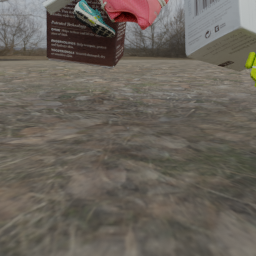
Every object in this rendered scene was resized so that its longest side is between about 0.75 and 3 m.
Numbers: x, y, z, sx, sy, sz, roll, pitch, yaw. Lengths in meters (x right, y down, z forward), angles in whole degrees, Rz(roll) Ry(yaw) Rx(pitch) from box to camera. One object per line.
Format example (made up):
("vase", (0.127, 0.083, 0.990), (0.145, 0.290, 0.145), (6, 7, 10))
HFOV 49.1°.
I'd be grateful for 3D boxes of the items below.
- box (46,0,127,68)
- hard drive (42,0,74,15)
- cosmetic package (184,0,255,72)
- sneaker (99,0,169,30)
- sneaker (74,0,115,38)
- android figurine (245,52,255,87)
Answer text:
("box", (-1.193, -3.483, 8.849), (2.137, 2.602, 2.159), (8, 24, 4))
("hard drive", (-1.643, -3.289, 7.133), (1.022, 0.134, 0.674), (-32, 7, 1))
("cosmetic package", (3.119, -2.999, 7.948), (2.360, 1.947, 1.946), (6, -11, -29))
("sneaker", (-0.364, -3.087, 6.494), (2.504, 1.086, 0.923), (28, 4, 16))
("sneaker", (-0.765, -2.696, 6.962), (1.186, 0.472, 0.460), (31, -21, -31))
("android figurine", (3.358, -1.478, 6.662), (1.043, 1.146, 0.235), (17, -3, 19))
